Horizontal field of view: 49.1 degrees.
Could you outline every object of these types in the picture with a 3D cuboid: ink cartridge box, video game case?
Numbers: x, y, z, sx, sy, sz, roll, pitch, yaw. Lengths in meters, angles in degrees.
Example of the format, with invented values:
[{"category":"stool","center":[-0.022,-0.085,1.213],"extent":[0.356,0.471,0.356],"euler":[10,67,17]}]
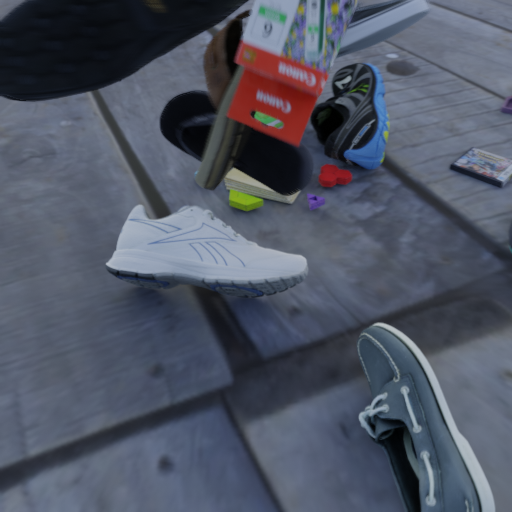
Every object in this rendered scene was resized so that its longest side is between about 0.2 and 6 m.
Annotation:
[{"category":"ink cartridge box","center":[0.315,-1.992,5.479],"extent":[0.885,1.625,0.409],"euler":[23,16,5]},{"category":"video game case","center":[4.607,-1.798,11.236],"extent":[1.086,0.139,0.982],"euler":[30,48,31]}]

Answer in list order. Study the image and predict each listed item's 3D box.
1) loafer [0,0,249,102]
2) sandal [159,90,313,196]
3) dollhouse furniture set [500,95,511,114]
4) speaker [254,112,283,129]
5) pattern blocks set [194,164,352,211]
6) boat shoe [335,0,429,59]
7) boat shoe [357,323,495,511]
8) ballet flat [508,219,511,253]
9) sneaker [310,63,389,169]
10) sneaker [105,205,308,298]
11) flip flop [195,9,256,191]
[{"category":"loafer","center":[-1.447,-2.542,6.168],"extent":[3.144,1.067,1.104],"euler":[-30,17,-12]},{"category":"sandal","center":[-0.467,-1.766,8.520],"extent":[2.884,1.096,0.617],"euler":[26,39,30]},{"category":"dollhouse furniture set","center":[7.142,-4.152,12.987],"extent":[2.186,1.552,1.732],"euler":[20,44,23]},{"category":"speaker","center":[0.290,-3.047,12.228],"extent":[0.851,0.851,1.923],"euler":[32,49,33]},{"category":"pattern blocks set","center":[0.257,-1.499,10.808],"extent":[2.609,0.211,2.293],"euler":[26,46,28]},{"category":"boat shoe","center":[1.250,-3.440,8.313],"extent":[2.441,0.834,0.901],"euler":[-15,6,23]},{"category":"boat shoe","center":[1.605,1.803,6.229],"extent":[0.798,0.940,2.583],"euler":[-7,45,-15]},{"category":"ballet flat","center":[4.909,-0.778,9.434],"extent":[0.859,0.859,2.352],"euler":[25,46,27]},{"category":"sneaker","center":[1.921,-3.169,11.997],"extent":[1.495,1.279,3.609],"euler":[7,42,-2]},{"category":"sneaker","center":[-0.693,-0.107,8.084],"extent":[2.930,1.092,1.276],"euler":[7,76,6]},{"category":"flip flop","center":[-0.299,-2.372,7.395],"extent":[0.896,3.112,1.262],"euler":[28,26,7]}]
